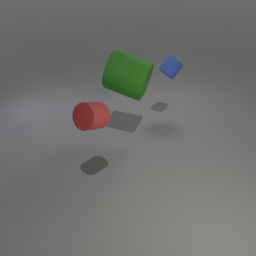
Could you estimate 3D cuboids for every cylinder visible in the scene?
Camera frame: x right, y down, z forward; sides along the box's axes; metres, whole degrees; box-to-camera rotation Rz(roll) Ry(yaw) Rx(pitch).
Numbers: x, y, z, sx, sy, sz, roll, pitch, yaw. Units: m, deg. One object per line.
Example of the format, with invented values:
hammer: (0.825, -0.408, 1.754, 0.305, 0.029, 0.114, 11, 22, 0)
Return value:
cylinder: (1.726, -2.421, 11.163, 0.700, 0.700, 0.700, 37, 9, -6)
cylinder: (-0.922, -0.307, 7.103, 0.700, 0.700, 0.700, 18, 14, 27)
cylinder: (0.007, -1.837, 9.795, 1.400, 1.400, 1.400, 22, 34, 7)
